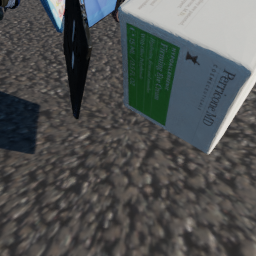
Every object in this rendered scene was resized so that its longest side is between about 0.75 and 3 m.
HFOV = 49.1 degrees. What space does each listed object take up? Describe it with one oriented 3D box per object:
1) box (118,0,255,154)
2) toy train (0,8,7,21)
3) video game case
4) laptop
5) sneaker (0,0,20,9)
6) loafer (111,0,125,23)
[{"bbox_3d":[1.198,-1.225,4.461,1.858,2.159,2.170,30,65,17],"label":"box"},{"bbox_3d":[-3.258,-2.206,5.565,1.262,0.943,2.214,8,64,3],"label":"toy train"},{"bbox_3d":[-1.816,-4.128,8.140,0.193,1.553,2.170,18,76,10],"label":"video game case"},{"bbox_3d":[-0.426,-2.057,5.394,1.546,2.653,2.994,-6,72,-16],"label":"laptop"},{"bbox_3d":[-1.998,-2.064,4.374,0.400,0.444,1.141,34,-7,-12],"label":"sneaker"},{"bbox_3d":[0.702,-3.834,7.326,2.922,1.050,0.920,-37,34,24],"label":"loafer"}]
